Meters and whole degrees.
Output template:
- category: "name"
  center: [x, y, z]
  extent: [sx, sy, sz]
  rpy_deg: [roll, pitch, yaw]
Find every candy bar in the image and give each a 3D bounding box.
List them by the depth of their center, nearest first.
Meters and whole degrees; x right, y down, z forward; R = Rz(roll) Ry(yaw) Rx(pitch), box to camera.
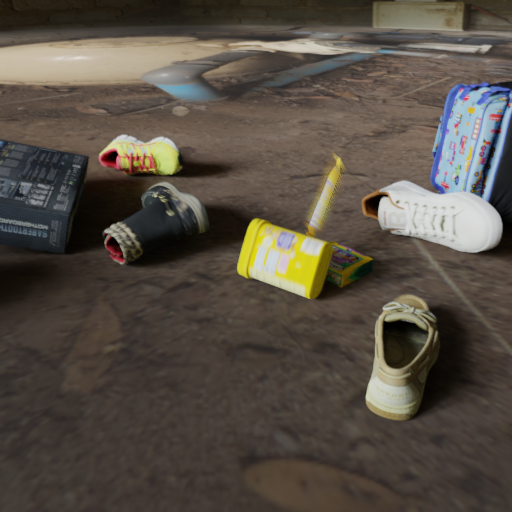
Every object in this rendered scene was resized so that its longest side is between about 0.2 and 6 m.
- category: "candy bar"
  center: [1.293, -1.069, 10.474]
  extent: [0.196, 0.440, 1.766]
  rpy_deg: [21, 62, 7]

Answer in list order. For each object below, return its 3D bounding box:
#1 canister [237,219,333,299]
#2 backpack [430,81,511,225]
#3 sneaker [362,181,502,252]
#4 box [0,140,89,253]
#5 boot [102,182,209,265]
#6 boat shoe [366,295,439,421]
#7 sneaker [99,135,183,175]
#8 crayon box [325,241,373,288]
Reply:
- category: "canister"
  center: [0.490, 0.055, 9.456]
  extent: [1.396, 1.037, 0.604]
  rpy_deg: [19, 7, 26]
- category: "backpack"
  center: [4.973, -2.416, 12.121]
  extent: [2.126, 2.885, 3.160]
  rpy_deg: [4, 25, -7]
- category: "sneaker"
  center: [3.218, -0.664, 10.860]
  extent: [1.317, 1.133, 3.111]
  rpy_deg: [-16, 21, -21]
- category: "box"
  center: [-5.151, -1.414, 11.641]
  extent: [2.869, 0.928, 3.638]
  rpy_deg: [9, 25, -16]
- category: "boot"
  center: [-2.226, -0.682, 11.007]
  extent: [1.836, 0.877, 2.431]
  rpy_deg: [-27, 28, -26]
- category: "boat shoe"
  center: [2.038, 1.149, 7.680]
  extent: [0.904, 0.780, 2.480]
  rpy_deg: [12, 30, 21]
- category: "sneaker"
  center: [-2.971, -2.427, 14.314]
  extent: [2.501, 0.977, 1.129]
  rpy_deg: [10, 35, 32]
- category: "crayon box"
  center: [1.452, 0.133, 10.095]
  extent: [0.843, 0.285, 0.977]
  rpy_deg: [-24, 36, -35]
